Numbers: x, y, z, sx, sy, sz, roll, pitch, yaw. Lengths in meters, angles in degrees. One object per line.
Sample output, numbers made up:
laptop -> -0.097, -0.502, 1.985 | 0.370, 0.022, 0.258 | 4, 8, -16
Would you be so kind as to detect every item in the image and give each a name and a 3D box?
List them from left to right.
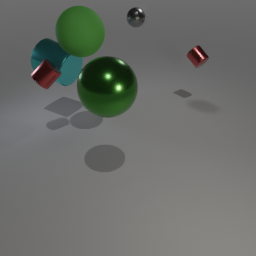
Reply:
cylinder -> -2.647, -1.747, 9.094 | 0.700, 0.700, 0.700 | -44, 33, 11
cylinder -> -2.682, -2.492, 10.639 | 1.400, 1.400, 1.400 | 27, 38, 16
ball -> -1.365, -2.750, 8.043 | 1.400, 1.400, 1.400 | 0, 31, 0
ball -> -0.470, -0.937, 6.464 | 1.400, 1.400, 1.400 | 0, 31, 0
ball -> 0.296, -4.120, 10.440 | 0.700, 0.700, 0.700 | 0, 31, 0
cylinder -> 3.016, -3.079, 12.110 | 0.700, 0.700, 0.700 | -27, 77, -37
